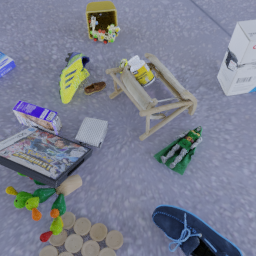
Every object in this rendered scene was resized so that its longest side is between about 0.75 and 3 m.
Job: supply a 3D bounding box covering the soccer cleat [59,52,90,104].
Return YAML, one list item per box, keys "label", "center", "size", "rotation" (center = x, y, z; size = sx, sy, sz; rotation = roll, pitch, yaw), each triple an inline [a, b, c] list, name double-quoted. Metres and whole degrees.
- label: "soccer cleat"
  center: [-2.109, -2.058, 11.214]
  size: [1.064, 0.822, 2.543]
  rotation: [9, 57, -4]

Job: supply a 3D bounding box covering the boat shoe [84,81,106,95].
- label: "boat shoe"
  center: [-1.309, -1.640, 11.209]
  size: [0.953, 0.322, 0.343]
  rotation: [-27, 60, -17]

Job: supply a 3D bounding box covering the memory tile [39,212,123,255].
- label: "memory tile"
  center: [-1.290, 3.369, 7.933]
  size: [2.065, 0.173, 1.583]
  rotation: [17, 58, 12]

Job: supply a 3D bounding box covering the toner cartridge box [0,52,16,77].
- label: "toner cartridge box"
  center: [-5.731, -2.368, 11.647]
  size: [0.894, 0.406, 1.882]
  rotation: [32, 62, 20]

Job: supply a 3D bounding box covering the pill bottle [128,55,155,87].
- label: "pill bottle"
  center: [0.452, -2.002, 9.842]
  size: [0.578, 1.031, 0.578]
  rotation: [-32, 22, 15]

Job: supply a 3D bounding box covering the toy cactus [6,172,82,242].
- label: "toy cactus"
  center: [-2.335, 2.033, 8.388]
  size: [2.055, 1.273, 2.490]
  rotation: [-18, 45, -36]

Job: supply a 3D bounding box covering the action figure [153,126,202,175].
- label: "action figure"
  center: [1.949, 0.588, 9.621]
  size: [1.184, 0.548, 2.005]
  rotation: [34, 59, 24]

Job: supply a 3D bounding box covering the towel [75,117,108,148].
- label: "towel"
  center: [-1.247, 0.189, 9.912]
  size: [0.901, 0.466, 1.089]
  rotation: [13, 55, 7]

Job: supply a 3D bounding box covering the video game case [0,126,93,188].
- label: "video game case"
  center: [-2.711, 0.788, 8.877]
  size: [2.476, 0.316, 2.238]
  rotation: [20, 24, 13]

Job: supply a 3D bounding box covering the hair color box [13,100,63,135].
- label: "hair color box"
  center: [-3.213, -0.353, 10.019]
  size: [1.577, 0.862, 0.511]
  rotation: [16, 57, 11]

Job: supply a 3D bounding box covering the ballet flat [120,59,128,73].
- label: "ballet flat"
  center: [-0.199, -2.718, 11.956]
  size: [0.290, 0.291, 0.868]
  rotation: [10, 56, 7]

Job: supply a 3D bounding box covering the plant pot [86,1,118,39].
- label: "plant pot"
  center: [-1.233, -5.170, 13.022]
  size: [1.370, 1.361, 1.402]
  rotation: [-6, 52, -4]

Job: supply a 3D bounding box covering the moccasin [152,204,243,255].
- label: "moccasin"
  center: [1.810, 3.012, 7.537]
  size: [2.661, 1.071, 0.907]
  rotation: [25, 36, 17]

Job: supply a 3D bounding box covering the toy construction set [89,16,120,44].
- label: "toy construction set"
  center: [-1.121, -4.362, 12.602]
  size: [1.519, 0.996, 0.700]
  rotation: [25, 56, 5]

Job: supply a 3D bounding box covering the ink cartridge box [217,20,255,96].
- label: "ink cartridge box"
  center: [4.735, -2.599, 10.415]
  size: [1.957, 2.697, 1.129]
  rotation: [-9, 57, -6]

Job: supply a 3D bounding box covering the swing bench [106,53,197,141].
- label: "swing bench"
  center: [0.875, -1.320, 10.235]
  size: [2.474, 1.605, 2.461]
  rotation: [-27, 59, -16]
